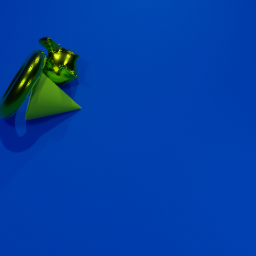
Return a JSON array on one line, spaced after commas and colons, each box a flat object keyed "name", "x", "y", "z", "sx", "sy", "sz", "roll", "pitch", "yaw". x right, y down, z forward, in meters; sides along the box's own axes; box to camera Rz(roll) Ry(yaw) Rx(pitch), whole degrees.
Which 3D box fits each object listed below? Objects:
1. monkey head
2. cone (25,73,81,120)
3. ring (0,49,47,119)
[{"name": "monkey head", "x": -1.918, "y": -1.700, "z": 7.350, "sx": 1.680, "sy": 1.209, "sz": 1.013, "roll": 6, "pitch": 71, "yaw": 35}, {"name": "cone", "x": -1.827, "y": -0.679, "z": 7.236, "sx": 1.304, "sy": 1.299, "sz": 1.299, "roll": 15, "pitch": 60, "yaw": -22}, {"name": "ring", "x": -2.620, "y": -1.081, "z": 6.874, "sx": 0.386, "sy": 1.930, "sz": 1.930, "roll": 32, "pitch": 61, "yaw": -26}]
